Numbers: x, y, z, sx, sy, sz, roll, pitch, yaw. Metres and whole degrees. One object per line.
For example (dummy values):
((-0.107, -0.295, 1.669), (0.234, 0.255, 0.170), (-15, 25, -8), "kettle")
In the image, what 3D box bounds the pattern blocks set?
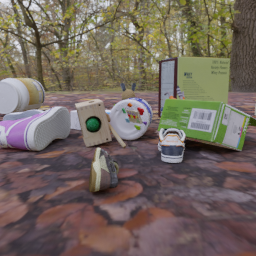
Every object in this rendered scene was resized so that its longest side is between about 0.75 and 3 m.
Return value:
((0.180, -0.311, 7.638), (0.076, 0.827, 0.941), (-34, 36, -28), "pattern blocks set")

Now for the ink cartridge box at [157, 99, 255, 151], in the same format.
((2.481, 0.022, 7.878), (2.620, 0.992, 1.936), (17, -3, -37), "ink cartridge box")

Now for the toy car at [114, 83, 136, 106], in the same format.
((-0.023, -1.721, 15.935), (1.385, 1.686, 1.330), (-3, 10, -19), "toy car")

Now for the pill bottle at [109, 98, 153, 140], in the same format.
((0.185, -0.381, 9.285), (1.239, 1.239, 2.069), (2, 9, 9), "pill bottle")

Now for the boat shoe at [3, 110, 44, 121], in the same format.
((-3.384, -0.234, 10.004), (2.390, 0.836, 0.792), (-3, 8, 30), "boat shoe")

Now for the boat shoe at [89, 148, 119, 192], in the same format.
((-0.410, 0.744, 4.916), (0.491, 0.554, 1.514), (10, 13, -6), "boat shoe")

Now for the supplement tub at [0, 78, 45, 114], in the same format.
((-5.895, -1.709, 15.071), (1.926, 1.926, 2.668), (2, 10, 11), "supplement tub")

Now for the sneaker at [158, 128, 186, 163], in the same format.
((1.084, 0.314, 6.863), (0.679, 0.688, 1.732), (1, 8, 4), "sneaker")

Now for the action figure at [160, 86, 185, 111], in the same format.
((1.791, -0.880, 10.181), (1.365, 0.714, 1.321), (6, 46, -32), "action figure")

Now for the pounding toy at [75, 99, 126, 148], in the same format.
((-0.816, -0.096, 7.916), (1.025, 1.327, 1.442), (-14, 12, -11), "pounding toy")

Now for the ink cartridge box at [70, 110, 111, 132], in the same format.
((-1.315, -0.318, 10.544), (2.082, 0.694, 1.206), (7, 12, 35), "ink cartridge box")

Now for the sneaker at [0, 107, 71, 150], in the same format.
((-2.795, -0.070, 8.268), (1.590, 1.011, 2.789), (-1, 9, 12), "sneaker")

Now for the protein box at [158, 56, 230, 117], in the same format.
((3.089, -1.883, 13.435), (2.790, 2.811, 1.896), (-3, 10, -20), "protein box")
